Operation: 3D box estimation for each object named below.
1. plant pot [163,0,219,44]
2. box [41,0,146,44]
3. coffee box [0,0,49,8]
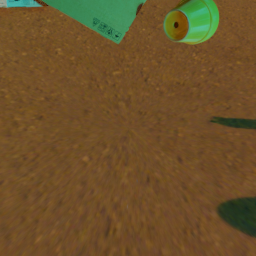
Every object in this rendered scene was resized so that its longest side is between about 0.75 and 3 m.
[{"bbox_3d":[1.438,-2.569,6.795,1.151,1.151,1.082,32,42,28],"label":"plant pot"},{"bbox_3d":[-0.637,-3.384,6.378,2.609,2.133,0.278,18,27,-41],"label":"box"},{"bbox_3d":[-2.588,-3.092,6.310,0.889,0.628,1.572,11,27,14],"label":"coffee box"}]
